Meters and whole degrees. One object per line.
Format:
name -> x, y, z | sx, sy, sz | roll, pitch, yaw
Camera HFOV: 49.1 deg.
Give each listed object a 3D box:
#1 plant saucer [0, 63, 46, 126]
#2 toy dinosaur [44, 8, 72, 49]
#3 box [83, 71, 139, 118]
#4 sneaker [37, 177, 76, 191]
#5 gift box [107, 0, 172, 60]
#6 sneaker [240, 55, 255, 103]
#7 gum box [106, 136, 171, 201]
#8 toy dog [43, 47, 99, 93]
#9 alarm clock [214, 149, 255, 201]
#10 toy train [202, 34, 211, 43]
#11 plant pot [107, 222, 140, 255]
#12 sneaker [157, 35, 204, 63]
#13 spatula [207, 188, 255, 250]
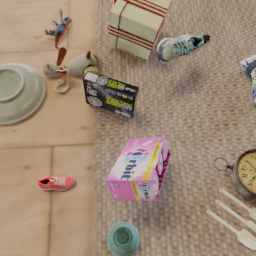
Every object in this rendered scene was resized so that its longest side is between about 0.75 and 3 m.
plant saucer -> -4.806, -1.562, 11.118 | 2.964, 0.744, 2.964 | 0, 64, 0
toy dinosaur -> -3.074, -4.534, 12.800 | 1.438, 1.585, 0.832 | -33, 24, -35
box -> -0.634, -1.197, 10.396 | 1.988, 1.593, 0.440 | 19, 63, 5
sneaker -> -2.452, 1.883, 9.531 | 1.297, 0.563, 0.478 | -5, 64, -3
gift box -> 0.362, -4.603, 11.862 | 2.272, 2.245, 2.433 | 22, 62, 1
sneaker -> 5.132, -2.086, 11.362 | 1.587, 0.873, 2.167 | 33, 71, 22
gum box -> 0.425, 1.139, 8.563 | 1.330, 0.775, 2.343 | -6, 28, 23
toy dog -> -2.267, -2.623, 11.393 | 2.397, 1.154, 1.581 | -26, 67, -12
alarm clock -> 4.148, 1.528, 9.561 | 2.487, 0.828, 1.678 | 17, 66, 6
toy train -> 3.048, -3.769, 12.459 | 1.499, 0.256, 0.343 | -35, 65, -16
plant pot -> -0.151, 3.429, 8.701 | 1.053, 0.705, 1.053 | 0, 65, 0
sneaker -> 1.952, -3.037, 10.339 | 2.148, 0.834, 0.927 | -32, 26, -31
spatula -> 3.620, 2.943, 9.252 | 1.841, 0.148, 1.280 | 35, 70, 15
